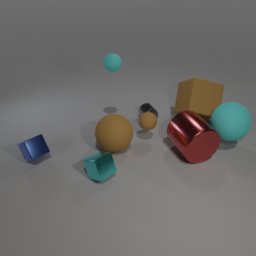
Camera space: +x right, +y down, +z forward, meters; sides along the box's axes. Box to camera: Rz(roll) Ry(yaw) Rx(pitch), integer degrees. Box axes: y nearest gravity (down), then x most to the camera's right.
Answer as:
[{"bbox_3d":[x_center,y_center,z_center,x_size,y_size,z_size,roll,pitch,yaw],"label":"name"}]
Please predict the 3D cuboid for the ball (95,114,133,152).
[{"bbox_3d":[-0.507,0.179,10.269,1.400,1.400,1.400,0,30,0],"label":"ball"}]

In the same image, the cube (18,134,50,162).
[{"bbox_3d":[-3.304,0.703,9.827,0.700,0.700,0.700,-29,8,-40],"label":"cube"}]

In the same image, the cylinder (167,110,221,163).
[{"bbox_3d":[2.306,0.295,9.995,1.400,1.400,1.400,-11,35,-18],"label":"cylinder"}]

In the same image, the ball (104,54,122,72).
[{"bbox_3d":[-0.596,-2.522,10.843,0.700,0.700,0.700,0,30,0],"label":"ball"}]

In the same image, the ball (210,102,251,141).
[{"bbox_3d":[3.730,-0.234,10.200,1.400,1.400,1.400,0,30,0],"label":"ball"}]

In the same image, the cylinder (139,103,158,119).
[{"bbox_3d":[0.899,-0.653,12.392,0.700,0.700,0.700,-8,31,-14],"label":"cylinder"}]

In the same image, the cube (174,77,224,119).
[{"bbox_3d":[2.950,-1.199,11.781,1.400,1.400,1.400,11,-3,-17],"label":"cube"}]

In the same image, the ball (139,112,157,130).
[{"bbox_3d":[0.762,-0.257,10.697,0.700,0.700,0.700,0,30,0],"label":"ball"}]

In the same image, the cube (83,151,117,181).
[{"bbox_3d":[-0.901,1.208,9.008,0.700,0.700,0.700,-26,17,-37],"label":"cube"}]
